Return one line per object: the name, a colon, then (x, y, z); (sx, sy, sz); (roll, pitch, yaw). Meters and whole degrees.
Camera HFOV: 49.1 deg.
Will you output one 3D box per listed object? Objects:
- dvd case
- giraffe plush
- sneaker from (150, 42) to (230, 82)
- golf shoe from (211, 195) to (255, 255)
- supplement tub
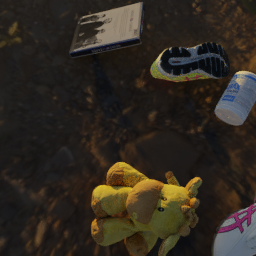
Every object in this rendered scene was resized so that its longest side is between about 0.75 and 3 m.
dvd case: (-0.657, -3.171, 9.040); (2.359, 0.292, 1.773); (-5, 56, 18)
giraffe plush: (0.506, 1.646, 5.600); (2.352, 1.907, 2.029); (4, 77, -12)
sneaker: (1.854, -1.892, 8.394); (2.700, 1.219, 1.055); (-3, 85, -25)
golf shoe: (2.750, 2.077, 5.890); (2.390, 1.101, 0.868); (-43, 92, -4)
supplement tub: (3.023, -0.814, 7.638); (0.847, 0.847, 1.284); (29, 76, 15)
